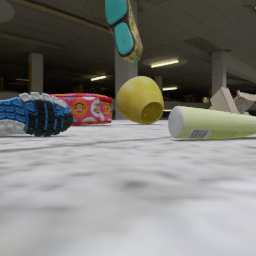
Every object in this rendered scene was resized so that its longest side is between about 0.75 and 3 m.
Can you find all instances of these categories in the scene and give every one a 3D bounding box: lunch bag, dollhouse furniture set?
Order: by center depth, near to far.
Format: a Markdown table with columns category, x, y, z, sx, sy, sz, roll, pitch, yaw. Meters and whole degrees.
| category | x | y | z | sx | sy | sz | roll | pitch | yaw |
| --- | --- | --- | --- | --- | --- | --- | --- | --- | --- |
| dollhouse furniture set | 4.010 | -0.420 | 9.678 | 2.473 | 1.095 | 1.282 | 6 | -36 | -22 |
| lunch bag | -2.177 | -0.632 | 11.435 | 2.977 | 1.220 | 2.623 | 0 | -3 | -13 |

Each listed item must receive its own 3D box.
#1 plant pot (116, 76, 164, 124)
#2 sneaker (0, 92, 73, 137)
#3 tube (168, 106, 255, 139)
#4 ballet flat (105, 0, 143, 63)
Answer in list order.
| category | x | y | z | sx | sy | sz | roll | pitch | yaw |
| --- | --- | --- | --- | --- | --- | --- | --- | --- | --- |
| plant pot | 0.819 | -1.103 | 13.652 | 2.362 | 2.362 | 1.677 | -1 | 31 | -26 |
| sneaker | -1.858 | -0.180 | 4.576 | 1.872 | 0.702 | 0.811 | 0 | -3 | -17 |
| tube | 1.399 | -0.035 | 3.998 | 1.692 | 0.439 | 0.491 | 4 | 27 | -21 |
| ballet flat | -0.116 | -3.259 | 9.004 | 0.951 | 2.689 | 0.951 | -12 | -20 | -4 |
